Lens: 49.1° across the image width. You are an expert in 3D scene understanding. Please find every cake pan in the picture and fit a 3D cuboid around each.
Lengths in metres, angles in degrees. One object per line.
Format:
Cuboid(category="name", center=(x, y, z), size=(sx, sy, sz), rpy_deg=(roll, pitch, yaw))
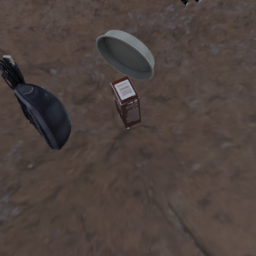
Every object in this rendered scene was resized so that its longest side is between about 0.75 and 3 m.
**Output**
Cuboid(category="cake pan", center=(-0.024, -1.644, 6.368), size=(1.510, 1.510, 0.277), rpy_deg=(29, 76, 11))

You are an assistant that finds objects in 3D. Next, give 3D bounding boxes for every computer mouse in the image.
Cuboid(category="computer mouse", center=(-1.710, -0.447, 5.509), size=(0.611, 1.605, 2.318), rpy_deg=(-32, 45, -21))

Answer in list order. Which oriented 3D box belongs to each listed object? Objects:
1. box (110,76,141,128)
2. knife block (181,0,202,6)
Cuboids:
Cuboid(category="box", center=(-0.025, -0.493, 5.680), size=(0.412, 1.100, 0.551), rpy_deg=(-24, 66, -4))
Cuboid(category="knife block", center=(1.272, -4.145, 6.966), size=(1.816, 0.662, 2.069), rpy_deg=(11, 68, -21))
